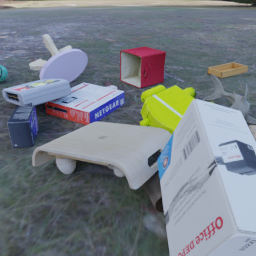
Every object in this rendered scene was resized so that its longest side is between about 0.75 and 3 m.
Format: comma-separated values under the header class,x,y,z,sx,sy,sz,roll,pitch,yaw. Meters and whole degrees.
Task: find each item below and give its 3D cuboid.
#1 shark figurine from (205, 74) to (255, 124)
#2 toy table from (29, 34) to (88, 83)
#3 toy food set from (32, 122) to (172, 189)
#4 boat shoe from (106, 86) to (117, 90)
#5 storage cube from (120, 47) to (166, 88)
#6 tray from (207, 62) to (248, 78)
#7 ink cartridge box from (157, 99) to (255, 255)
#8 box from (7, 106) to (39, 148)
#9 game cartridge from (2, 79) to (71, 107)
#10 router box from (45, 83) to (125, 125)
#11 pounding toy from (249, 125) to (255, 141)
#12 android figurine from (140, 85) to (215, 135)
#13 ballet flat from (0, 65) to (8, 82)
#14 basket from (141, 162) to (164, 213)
class,x,y,z,sx,sy,sz,roll,pitch,yaw
shark figurine,3.641,-1.026,9.412,1.668,1.165,2.792,4,30,5
toy table,-3.001,-2.796,11.941,2.255,2.073,1.320,-27,52,-36
toy food set,-0.524,0.600,6.467,2.819,0.851,2.023,7,21,33
boat shoe,-0.840,-1.512,11.144,0.808,0.299,0.345,2,28,9
storage cube,0.629,-2.689,12.194,1.440,1.369,1.602,-20,34,-34
tray,4.807,-2.793,13.498,1.809,0.335,0.892,-15,32,-28
ink cartridge box,1.286,0.960,4.365,0.965,1.672,2.304,13,42,-14
box,-2.932,-0.052,7.912,0.564,0.799,1.080,-3,30,-7
game cartridge,-3.083,-1.267,9.568,1.786,0.548,2.683,-18,20,-33
router box,-1.449,-0.902,9.771,1.882,0.512,2.097,16,32,28
pounding toy,3.130,0.729,4.841,2.131,2.315,1.646,3,28,6
android figurine,1.447,-0.394,8.029,2.436,0.550,2.676,40,45,20
ballet flat,-6.665,-2.390,12.343,2.851,0.960,1.004,2,4,3
basket,0.652,1.223,5.774,0.822,0.620,0.912,0,31,-14
